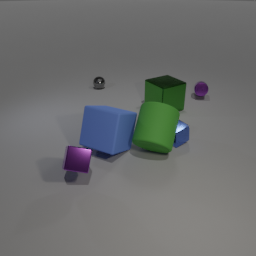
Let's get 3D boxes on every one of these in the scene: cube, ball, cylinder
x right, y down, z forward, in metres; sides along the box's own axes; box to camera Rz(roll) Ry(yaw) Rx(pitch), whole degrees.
[{"bbox_3d":[1.740,-1.571,13.294,1.400,1.400,1.400,-17,33,-28],"label":"cube"},{"bbox_3d":[-0.685,0.015,9.932,1.400,1.400,1.400,14,10,25],"label":"cube"},{"bbox_3d":[-1.634,-2.573,15.901,0.700,0.700,0.700,0,28,0],"label":"ball"},{"bbox_3d":[3.800,-2.052,14.553,0.700,0.700,0.700,6,18,10],"label":"cylinder"},{"bbox_3d":[0.970,-0.003,9.722,1.400,1.400,1.400,10,74,18],"label":"cylinder"},{"bbox_3d":[1.834,0.185,10.606,0.700,0.700,0.700,-28,41,-25],"label":"cube"},{"bbox_3d":[-1.508,0.921,8.235,0.700,0.700,0.700,11,-8,-16],"label":"cube"}]
